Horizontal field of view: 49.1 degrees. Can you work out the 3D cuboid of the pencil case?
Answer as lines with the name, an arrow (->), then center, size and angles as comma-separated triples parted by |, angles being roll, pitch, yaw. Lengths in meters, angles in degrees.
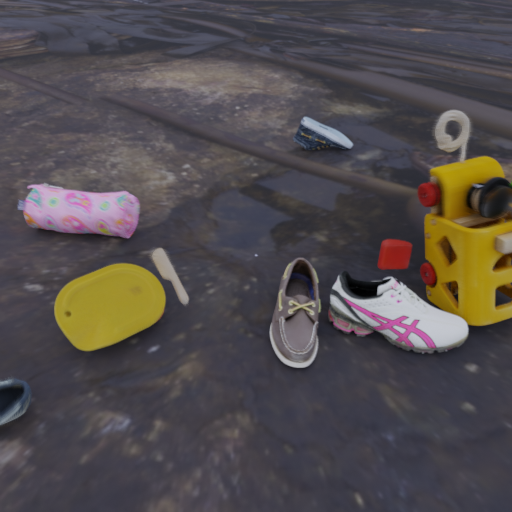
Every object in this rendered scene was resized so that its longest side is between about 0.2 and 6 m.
pencil case -> -3.461, -0.896, 11.087 | 2.194, 0.959, 0.959 | 7, 35, 8

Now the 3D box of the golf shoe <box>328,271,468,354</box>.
golf shoe -> 2.153, 0.841, 8.512 | 2.124, 0.978, 0.771 | 12, 35, 14

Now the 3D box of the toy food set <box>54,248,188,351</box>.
toy food set -> -2.146, 0.815, 8.859 | 2.085, 0.681, 1.227 | -24, 67, -35

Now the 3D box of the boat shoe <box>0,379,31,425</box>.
boat shoe -> -3.727, 2.072, 6.882 | 1.910, 0.591, 0.715 | -18, 73, -30

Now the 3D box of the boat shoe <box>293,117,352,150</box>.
boat shoe -> 1.730, -3.014, 14.653 | 1.516, 0.688, 0.536 | 23, 31, -14

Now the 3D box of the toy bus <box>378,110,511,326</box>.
toy bus -> 3.505, -0.345, 8.639 | 2.829, 2.669, 1.462 | 30, 8, -27

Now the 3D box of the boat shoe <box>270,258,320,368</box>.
boat shoe -> 0.652, 0.832, 8.778 | 0.748, 0.619, 2.081 | 10, 35, -1
